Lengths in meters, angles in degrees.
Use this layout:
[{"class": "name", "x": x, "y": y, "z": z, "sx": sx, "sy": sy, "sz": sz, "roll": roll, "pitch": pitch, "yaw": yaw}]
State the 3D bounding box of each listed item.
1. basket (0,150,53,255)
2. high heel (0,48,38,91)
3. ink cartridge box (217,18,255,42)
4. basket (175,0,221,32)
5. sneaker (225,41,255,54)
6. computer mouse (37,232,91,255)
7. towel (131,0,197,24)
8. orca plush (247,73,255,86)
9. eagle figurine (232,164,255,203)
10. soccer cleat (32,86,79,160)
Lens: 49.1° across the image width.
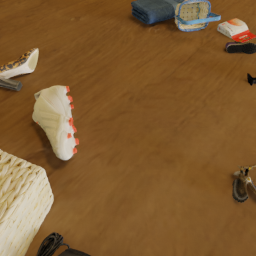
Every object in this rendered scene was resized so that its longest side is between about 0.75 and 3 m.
[{"class": "basket", "x": -2.701, "y": 1.792, "z": 5.549, "sx": 1.482, "sy": 1.628, "sz": 2.402, "roll": 14, "pitch": 49, "yaw": 10}, {"class": "high heel", "x": -4.121, "y": -2.266, "z": 9.845, "sx": 1.466, "sy": 0.735, "sz": 2.057, "roll": 14, "pitch": 58, "yaw": 4}, {"class": "ink cartridge box", "x": 4.671, "y": -4.159, "z": 11.913, "sx": 1.095, "sy": 0.338, "sz": 1.350, "roll": -25, "pitch": 50, "yaw": -21}, {"class": "basket", "x": 2.763, "y": -4.706, "z": 11.772, "sx": 1.585, "sy": 1.250, "sz": 1.797, "roll": -11, "pitch": 38, "yaw": -12}, {"class": "sneaker", "x": 4.469, "y": -3.237, "z": 10.993, "sx": 1.226, "sy": 0.464, "sz": 0.537, "roll": 4, "pitch": 42, "yaw": 3}, {"class": "computer mouse", "x": -0.964, "y": 2.904, "z": 5.216, "sx": 2.202, "sy": 0.580, "sz": 1.525, "roll": 16, "pitch": 49, "yaw": 14}, {"class": "towel", "x": 1.697, "y": -5.586, "z": 12.972, "sx": 2.932, "sy": 0.711, "sz": 1.637, "roll": -24, "pitch": 52, "yaw": -22}, {"class": "orca plush", "x": 4.943, "y": -1.916, "z": 9.670, "sx": 1.601, "sy": 0.569, "sz": 0.842, "roll": 0, "pitch": 47, "yaw": 0}, {"class": "eagle figurine", "x": 2.881, "y": 1.347, "z": 6.761, "sx": 0.690, "sy": 0.686, "sz": 0.909, "roll": -16, "pitch": 71, "yaw": 40}, {"class": "soccer cleat", "x": -2.084, "y": -0.164, "z": 7.840, "sx": 1.161, "sy": 1.037, "sz": 2.993, "roll": -13, "pitch": 41, "yaw": -5}]
